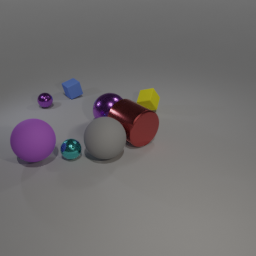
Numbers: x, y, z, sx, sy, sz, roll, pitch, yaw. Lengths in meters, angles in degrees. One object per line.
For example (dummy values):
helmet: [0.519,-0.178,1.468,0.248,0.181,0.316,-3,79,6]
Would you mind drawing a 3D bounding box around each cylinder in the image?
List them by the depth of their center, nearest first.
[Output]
cylinder: [0.181,-0.210,10.306,1.400,1.400,1.400,-21,36,-33]

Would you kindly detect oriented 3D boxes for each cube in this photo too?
cube: [0.914,-1.257,12.490,0.700,0.700,0.700,-5,54,34]
cube: [-2.789,-1.974,14.040,0.700,0.700,0.700,-30,40,-22]

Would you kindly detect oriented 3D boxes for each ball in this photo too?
ball: [-3.046,0.393,9.031,1.400,1.400,1.400,0,29,0]
ball: [-0.759,0.329,9.256,1.400,1.400,1.400,0,29,0]
ball: [-1.907,0.699,9.365,0.700,0.700,0.700,0,29,0]
ball: [-0.721,-0.714,11.281,1.400,1.400,1.400,0,29,0]
ball: [-3.841,-1.291,12.990,0.700,0.700,0.700,0,29,0]
